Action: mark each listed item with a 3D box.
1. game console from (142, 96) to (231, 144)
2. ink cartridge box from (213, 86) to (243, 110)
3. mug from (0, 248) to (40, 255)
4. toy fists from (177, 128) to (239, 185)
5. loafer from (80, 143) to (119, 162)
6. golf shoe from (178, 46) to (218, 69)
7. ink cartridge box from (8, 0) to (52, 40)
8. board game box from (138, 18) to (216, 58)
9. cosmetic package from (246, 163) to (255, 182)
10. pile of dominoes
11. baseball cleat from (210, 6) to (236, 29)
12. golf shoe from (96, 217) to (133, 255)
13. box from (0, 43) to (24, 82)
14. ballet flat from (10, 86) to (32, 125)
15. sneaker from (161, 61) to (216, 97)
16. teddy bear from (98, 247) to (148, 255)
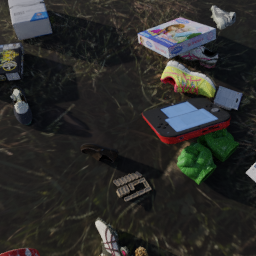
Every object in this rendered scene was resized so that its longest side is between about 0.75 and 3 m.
[{"bbox_3d":[2.102,-0.413,10.335,2.674,0.415,2.364,-16,34,-11],"label":"game console"},{"bbox_3d":[4.091,-1.192,11.492,0.984,0.200,0.982,22,59,14],"label":"ink cartridge box"},{"bbox_3d":[-2.432,4.680,6.880,1.904,2.533,2.853,-42,54,16],"label":"mug"},{"bbox_3d":[2.744,0.802,9.777,2.405,0.827,1.226,-38,62,-21],"label":"toy fists"},{"bbox_3d":[-1.040,0.895,9.893,1.388,0.507,0.495,9,56,6],"label":"loafer"},{"bbox_3d":[3.094,-3.396,12.541,1.926,0.887,0.699,21,56,12],"label":"golf shoe"},{"bbox_3d":[-4.907,-5.644,14.029,1.692,0.985,2.340,-16,57,-10],"label":"ink cartridge box"},{"bbox_3d":[2.178,-4.220,12.869,2.549,0.526,2.555,-26,40,-17],"label":"board game box"},{"bbox_3d":[3.899,1.150,8.026,1.026,0.366,0.520,-26,63,-38],"label":"cosmetic package"},{"bbox_3d":[0.125,1.969,9.442,1.075,0.171,0.838,-19,57,-22],"label":"pile of dominoes"},{"bbox_3d":[2.519,-2.944,7.380,0.544,0.357,1.022,-14,50,14],"label":"baseball cleat"},{"bbox_3d":[-0.537,3.409,8.118,0.764,0.669,1.734,-34,62,-15],"label":"golf shoe"},{"bbox_3d":[-5.883,-2.818,12.358,2.432,0.597,1.960,-8,53,-5],"label":"box"},{"bbox_3d":[-4.275,-0.959,11.078,0.677,0.677,1.852,-19,58,-13],"label":"ballet flat"},{"bbox_3d":[2.435,-1.775,11.560,2.452,0.958,1.107,31,72,24],"label":"sneaker"},{"bbox_3d":[0.064,4.005,7.456,2.222,0.742,1.611,-5,85,-9],"label":"teddy bear"}]
